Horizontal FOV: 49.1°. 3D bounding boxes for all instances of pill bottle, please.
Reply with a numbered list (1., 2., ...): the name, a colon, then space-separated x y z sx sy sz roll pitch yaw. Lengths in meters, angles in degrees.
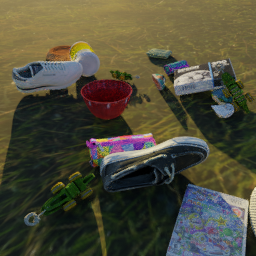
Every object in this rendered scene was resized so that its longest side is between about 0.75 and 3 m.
1. pill bottle: -2.123 -3.366 13.323 1.167 1.167 2.137 -11 37 -15

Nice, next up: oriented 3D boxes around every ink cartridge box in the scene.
1. ink cartridge box: 3.185 -2.302 11.881 2.380 0.521 2.403 -9 31 16

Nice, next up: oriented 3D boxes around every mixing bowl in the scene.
1. mixing bowl: -0.752 -0.931 10.042 1.787 0.968 1.787 0 34 0

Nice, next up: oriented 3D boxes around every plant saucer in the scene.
1. plant saucer: -3.439 -4.012 14.957 1.898 0.355 1.898 0 35 0

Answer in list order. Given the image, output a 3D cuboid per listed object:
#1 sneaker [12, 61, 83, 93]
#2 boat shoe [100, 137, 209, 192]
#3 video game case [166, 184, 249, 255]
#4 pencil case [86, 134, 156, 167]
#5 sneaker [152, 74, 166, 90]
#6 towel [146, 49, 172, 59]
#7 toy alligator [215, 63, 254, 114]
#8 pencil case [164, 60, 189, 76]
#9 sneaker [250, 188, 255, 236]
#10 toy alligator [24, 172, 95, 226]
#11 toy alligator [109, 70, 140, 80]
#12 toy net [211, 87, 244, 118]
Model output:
1. sneaker: -3.226 -2.257 11.498 2.860 1.151 1.092 -19 66 -17
2. boat shoe: 0.776 1.052 7.268 2.957 1.045 0.941 -13 36 -4
3. video game case: 1.848 2.210 6.261 1.489 0.187 2.079 13 37 18
4. pencil case: -0.164 0.627 7.966 1.972 0.871 0.871 -5 36 -8
5. sneaker: 1.418 -2.027 12.038 0.514 0.459 1.287 -10 35 -6
6. towel: 1.668 -4.016 15.066 1.237 0.226 0.917 16 39 21
7. toy alligator: 3.802 -1.486 10.226 2.232 0.740 0.536 59 16 13
8. pencil case: 2.266 -2.849 13.176 1.161 0.494 0.537 -22 27 -28
9. sneaker: 3.220 2.185 5.932 0.832 0.750 2.030 8 43 -4
10. toy alligator: -1.609 1.698 6.735 1.958 0.470 0.649 -29 76 -35
11. toy alligator: -0.171 -2.284 12.542 1.417 0.341 0.470 16 38 12
12. toy net: 3.719 -0.910 10.531 1.201 0.442 2.289 15 39 11
